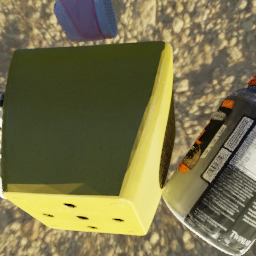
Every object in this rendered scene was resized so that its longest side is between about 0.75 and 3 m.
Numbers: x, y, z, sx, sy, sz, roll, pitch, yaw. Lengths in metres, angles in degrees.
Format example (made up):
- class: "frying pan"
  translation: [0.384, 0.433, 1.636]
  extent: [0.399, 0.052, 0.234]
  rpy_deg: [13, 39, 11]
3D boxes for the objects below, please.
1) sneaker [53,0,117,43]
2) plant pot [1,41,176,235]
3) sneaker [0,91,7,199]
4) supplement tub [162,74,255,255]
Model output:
- class: "sneaker"
  translation: [-1.265, -3.544, 6.952]
  extent: [1.519, 1.093, 2.905]
  rpy_deg: [-8, 97, 22]
- class: "plant pot"
  translation: [-0.614, 0.435, 5.231]
  extent: [2.874, 2.874, 2.535]
  rpy_deg: [0, 57, 11]
- class: "sneaker"
  translation: [-2.411, 0.112, 5.291]
  extent: [2.554, 1.019, 1.662]
  rpy_deg: [44, 105, -6]
- class: "supplement tub"
  translation: [2.111, 0.576, 5.110]
  extent: [1.805, 1.805, 2.947]
  rpy_deg: [35, 94, 7]
